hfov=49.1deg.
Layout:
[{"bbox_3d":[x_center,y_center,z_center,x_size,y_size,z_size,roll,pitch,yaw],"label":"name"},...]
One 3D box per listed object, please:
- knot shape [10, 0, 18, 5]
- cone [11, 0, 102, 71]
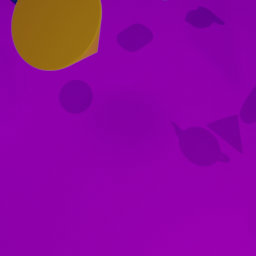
[{"bbox_3d":[-2.262,-3.158,5.634,0.915,1.854,1.981,-52,45,18],"label":"knot shape"},{"bbox_3d":[-0.559,-1.018,3.155,0.995,0.999,0.995,-1,87,18],"label":"cone"}]
